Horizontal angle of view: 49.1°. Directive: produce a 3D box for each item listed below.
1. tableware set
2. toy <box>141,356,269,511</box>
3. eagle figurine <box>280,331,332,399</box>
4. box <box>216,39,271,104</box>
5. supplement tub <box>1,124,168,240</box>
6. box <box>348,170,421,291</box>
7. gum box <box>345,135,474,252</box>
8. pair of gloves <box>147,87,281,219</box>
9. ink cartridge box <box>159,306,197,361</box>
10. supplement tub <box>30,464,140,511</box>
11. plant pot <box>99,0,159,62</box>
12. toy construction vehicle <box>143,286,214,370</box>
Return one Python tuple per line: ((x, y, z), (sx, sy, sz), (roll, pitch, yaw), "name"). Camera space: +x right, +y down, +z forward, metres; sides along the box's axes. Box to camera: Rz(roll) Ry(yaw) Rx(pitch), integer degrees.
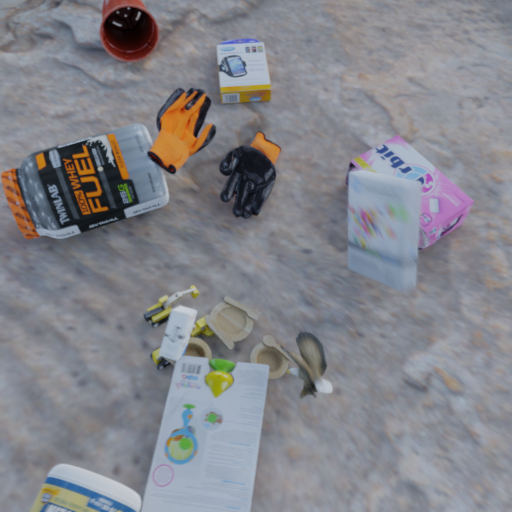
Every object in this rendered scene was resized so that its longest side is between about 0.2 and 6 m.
((-0.484, 1.836, 10.034), (1.808, 0.251, 2.164), (42, 61, 13), "tableware set")
((-0.756, 3.102, 9.122), (1.629, 0.668, 2.830), (5, 62, 7), "toy")
((0.818, 1.844, 9.311), (0.748, 0.752, 0.991), (-9, 101, -4), "eagle figurine")
((-0.348, -4.821, 14.480), (1.275, 0.444, 2.142), (-4, 54, -3), "box")
((-3.436, -1.457, 11.432), (2.964, 1.816, 1.816), (-20, 59, -12), "supplement tub")
((2.325, -0.502, 10.362), (0.401, 1.947, 1.518), (-12, 21, -29), "box")
((3.244, -1.308, 11.921), (1.388, 0.809, 2.445), (-30, 62, -19), "gum box")
((-0.820, -2.219, 11.944), (2.939, 0.363, 2.619), (34, 49, -19), "pair of gloves")
((-1.321, 1.299, 9.520), (0.341, 0.590, 0.808), (17, 93, 6), "ink cartridge box")
((-2.667, 4.187, 7.933), (1.463, 1.463, 2.022), (15, 58, 9), "supplement tub")
((-3.437, -6.206, 14.850), (1.530, 1.530, 1.488), (-13, 49, -9), "plant pot")
((-1.489, 1.279, 10.436), (1.360, 0.479, 1.184), (-26, 61, -16), "toy construction vehicle")
